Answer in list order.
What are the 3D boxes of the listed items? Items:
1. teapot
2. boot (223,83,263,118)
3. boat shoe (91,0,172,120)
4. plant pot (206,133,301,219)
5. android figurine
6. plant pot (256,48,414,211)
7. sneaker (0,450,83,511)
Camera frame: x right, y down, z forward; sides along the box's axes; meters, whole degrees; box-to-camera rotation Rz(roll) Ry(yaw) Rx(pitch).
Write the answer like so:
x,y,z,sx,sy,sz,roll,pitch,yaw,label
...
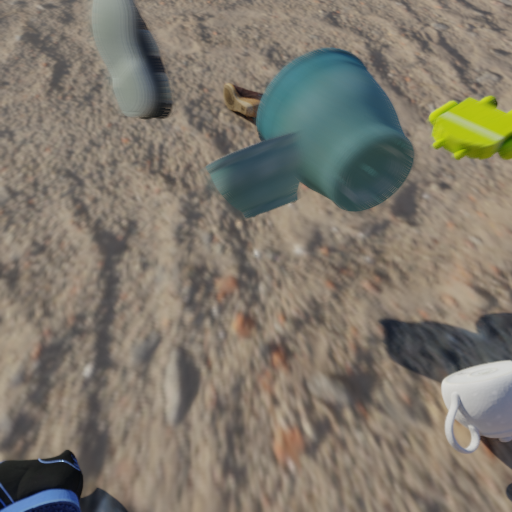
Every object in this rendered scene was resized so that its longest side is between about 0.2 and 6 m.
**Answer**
x,y,z,sx,sy,sz,roll,pitch,yaw,label
3.344,2.129,7.915,1.382,1.365,1.010,-17,84,17,teapot
0.009,-4.223,15.291,1.442,0.627,1.733,-10,41,-28,boot
-2.269,-3.731,10.248,1.036,2.740,0.827,-19,-9,38,boat shoe
0.064,-0.964,7.173,1.222,0.819,1.222,-20,4,2,plant pot
2.372,-1.364,6.028,1.139,0.234,1.037,-36,55,-28,android figurine
1.359,-1.847,8.961,2.138,2.138,2.009,-15,49,-16,plant pot
-3.404,3.150,7.023,2.434,0.853,0.948,-10,30,-11,sneaker
